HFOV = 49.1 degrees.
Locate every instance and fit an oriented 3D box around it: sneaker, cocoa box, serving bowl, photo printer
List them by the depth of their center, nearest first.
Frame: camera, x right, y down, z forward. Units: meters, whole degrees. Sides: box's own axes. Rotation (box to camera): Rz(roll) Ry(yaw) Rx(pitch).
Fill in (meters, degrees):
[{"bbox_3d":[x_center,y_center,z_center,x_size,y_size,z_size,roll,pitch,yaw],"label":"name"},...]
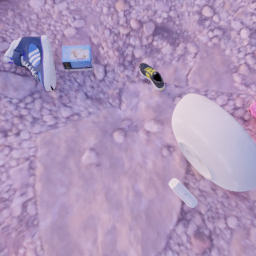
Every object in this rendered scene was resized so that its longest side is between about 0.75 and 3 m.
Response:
[{"bbox_3d":[1.935,0.511,6.775,0.897,2.728,2.728,-37,75,-6],"label":"serving bowl"},{"bbox_3d":[1.437,1.692,7.234,0.278,0.665,0.800,-44,92,-1],"label":"photo printer"},{"bbox_3d":[-3.050,-1.918,8.602,1.436,0.790,1.961,-10,72,-2],"label":"sneaker"},{"bbox_3d":[0.769,-1.679,8.674,0.413,0.470,1.110,-39,75,-13],"label":"sneaker"},{"bbox_3d":[-1.575,-2.181,8.779,0.892,0.585,0.595,-3,71,-1],"label":"cocoa box"}]

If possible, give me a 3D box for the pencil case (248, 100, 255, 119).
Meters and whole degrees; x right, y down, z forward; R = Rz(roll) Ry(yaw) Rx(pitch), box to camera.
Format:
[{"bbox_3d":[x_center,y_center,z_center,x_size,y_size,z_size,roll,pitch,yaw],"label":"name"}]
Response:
[{"bbox_3d":[4.070,0.218,7.738,1.066,1.033,2.276,-7,68,-12],"label":"pencil case"}]
